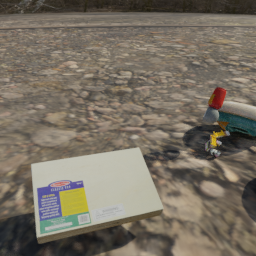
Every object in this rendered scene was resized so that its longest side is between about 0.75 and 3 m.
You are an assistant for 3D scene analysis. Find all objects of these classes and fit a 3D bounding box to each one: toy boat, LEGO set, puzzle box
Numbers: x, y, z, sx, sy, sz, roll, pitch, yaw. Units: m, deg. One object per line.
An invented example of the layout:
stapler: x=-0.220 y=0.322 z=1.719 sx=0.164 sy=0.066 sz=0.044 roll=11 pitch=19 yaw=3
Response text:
toy boat: x=2.733 y=-0.302 z=7.536 sx=2.018 sy=0.938 sz=1.697 roll=23 pitch=-1 yaw=-38
LEGO set: x=2.238 y=0.351 z=7.174 sx=0.431 sy=0.349 sz=0.937 roll=36 pitch=50 yaw=8
puzzle box: x=-0.567 y=1.049 z=4.788 sx=2.027 sy=0.258 sz=1.349 roll=-7 pitch=49 yaw=-16
